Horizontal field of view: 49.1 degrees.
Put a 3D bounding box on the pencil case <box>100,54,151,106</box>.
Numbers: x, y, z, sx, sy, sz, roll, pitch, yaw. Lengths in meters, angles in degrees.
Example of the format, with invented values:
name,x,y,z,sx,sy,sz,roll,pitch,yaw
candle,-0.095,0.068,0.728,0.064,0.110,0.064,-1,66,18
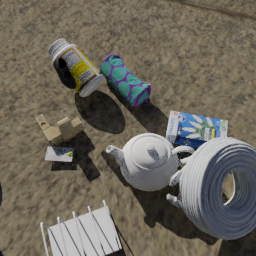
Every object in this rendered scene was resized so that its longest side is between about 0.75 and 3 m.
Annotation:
name,x,y,z,sx,sy,sz,roll,pitch,yaw
pencil case,-0.097,-1.931,11.240,1.110,1.022,2.401,-42,67,-3

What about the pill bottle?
name,x,y,z,sx,sy,sz,roll,pitch,yaw
pill bottle,-2.090,-2.395,11.035,1.222,1.222,2.237,-41,89,-22

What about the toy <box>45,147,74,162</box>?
name,x,y,z,sx,sy,sz,roll,pitch,yaw
toy,-2.417,0.964,9.949,0.933,0.220,0.537,2,56,2

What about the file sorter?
name,x,y,z,sx,sy,sz,roll,pitch,yaw
file sorter,-1.328,3.089,8.070,1.962,1.221,1.361,-18,61,-11

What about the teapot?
name,x,y,z,sx,sy,sz,roll,pitch,yaw
teapot,0.746,0.962,9.164,2.129,1.555,2.101,-39,66,-22

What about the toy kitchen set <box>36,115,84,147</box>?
name,x,y,z,sx,sy,sz,roll,pitch,yaw
toy kitchen set,-2.530,-0.274,10.189,1.335,1.089,1.205,-30,63,-17

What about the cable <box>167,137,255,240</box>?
name,x,y,z,sx,sy,sz,roll,pitch,yaw
cable,2.870,1.696,8.114,2.903,1.005,2.903,44,75,-18

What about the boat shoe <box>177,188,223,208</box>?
name,x,y,z,sx,sy,sz,roll,pitch,yaw
boat shoe,2.329,2.053,8.882,1.779,0.577,0.640,-8,43,-22

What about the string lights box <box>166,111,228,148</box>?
name,x,y,z,sx,sy,sz,roll,pitch,yaw
string lights box,2.483,0.133,10.213,2.079,0.613,1.068,11,59,6

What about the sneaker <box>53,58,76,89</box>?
name,x,y,z,sx,sy,sz,roll,pitch,yaw
sneaker,-2.150,-1.846,9.663,0.451,1.206,0.641,-40,22,-16
